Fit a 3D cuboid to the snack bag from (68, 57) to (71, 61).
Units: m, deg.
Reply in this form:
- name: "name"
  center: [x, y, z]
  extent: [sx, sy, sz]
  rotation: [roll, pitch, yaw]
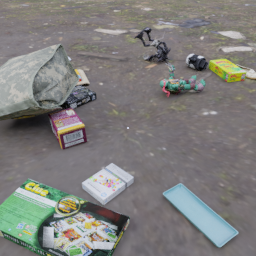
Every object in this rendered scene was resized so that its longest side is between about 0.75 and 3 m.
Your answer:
- name: "snack bag"
  center: [-3.689, -3.422, 13.556]
  extent: [1.627, 0.174, 1.534]
  rotation: [-15, 36, -21]

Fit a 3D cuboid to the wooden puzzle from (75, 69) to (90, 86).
- name: "wooden puzzle"
  center: [-2.446, -2.024, 11.364]
  extent: [1.550, 0.289, 1.434]
  rotation: [-10, 35, -15]

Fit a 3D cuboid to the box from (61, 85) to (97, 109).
- name: "box"
  center: [-1.891, -1.107, 10.012]
  extent: [0.974, 0.265, 1.216]
  rotation: [28, 43, 35]

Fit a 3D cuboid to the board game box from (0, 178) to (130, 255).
- name: "board game box"
  center: [-1.398, 1.878, 5.559]
  extent: [2.569, 0.301, 1.346]
  rotation: [15, 39, 21]

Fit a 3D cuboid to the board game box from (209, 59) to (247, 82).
- name: "board game box"
  center: [4.208, -2.473, 11.946]
  extent: [0.810, 0.380, 1.594]
  rotation: [-8, 35, -12]

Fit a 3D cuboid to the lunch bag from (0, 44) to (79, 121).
- name: "lunch bag"
  center: [-2.984, -1.142, 8.344]
  extent: [2.161, 1.549, 2.635]
  rotation: [-9, 36, 22]

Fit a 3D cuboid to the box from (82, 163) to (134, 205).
- name: "box"
  center: [-0.460, 1.276, 6.525]
  extent: [0.755, 0.199, 0.969]
  rotation: [28, 44, 35]

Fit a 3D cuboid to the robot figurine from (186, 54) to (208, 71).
- name: "robot figurine"
  center: [3.038, -2.902, 12.405]
  extent: [0.617, 0.743, 0.989]
  rotation: [-38, 47, -20]

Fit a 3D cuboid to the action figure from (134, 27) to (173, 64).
- name: "action figure"
  center: [1.242, -3.768, 13.203]
  extent: [1.162, 1.955, 0.997]
  rotation: [-47, 13, -18]

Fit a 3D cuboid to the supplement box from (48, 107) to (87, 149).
- name: "supplement box"
  center: [-1.750, -0.015, 8.066]
  extent: [0.762, 0.601, 1.165]
  rotation: [-18, 37, -20]

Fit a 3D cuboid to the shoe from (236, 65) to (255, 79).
- name: "shoe"
  center: [5.015, -2.359, 11.833]
  extent: [0.420, 0.321, 1.201]
  rotation: [-23, 40, -31]

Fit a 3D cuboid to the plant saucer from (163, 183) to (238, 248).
- name: "plant saucer"
  center: [1.445, 1.777, 5.825]
  extent: [0.565, 0.153, 1.616]
  rotation: [-21, 40, -28]

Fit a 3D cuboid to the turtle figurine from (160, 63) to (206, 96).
- name: "turtle figurine"
  center: [1.840, -1.715, 10.347]
  extent: [1.860, 0.937, 1.393]
  rotation: [1, 44, -25]
